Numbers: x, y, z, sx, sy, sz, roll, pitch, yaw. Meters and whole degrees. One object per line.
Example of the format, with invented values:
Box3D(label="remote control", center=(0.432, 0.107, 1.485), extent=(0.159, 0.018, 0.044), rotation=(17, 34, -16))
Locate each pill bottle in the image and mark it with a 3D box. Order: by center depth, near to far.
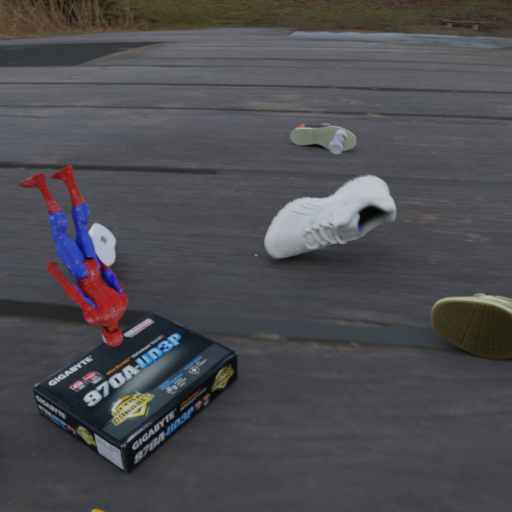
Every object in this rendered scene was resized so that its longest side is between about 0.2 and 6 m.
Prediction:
Box3D(label="pill bottle", center=(1.910, -2.645, 12.980), extent=(0.328, 0.328, 0.576), rotation=(9, 48, 17))

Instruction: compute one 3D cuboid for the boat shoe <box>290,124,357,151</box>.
Box3D(label="boat shoe", center=(2.169, -3.762, 17.584), extent=(2.182, 0.777, 0.683), rotation=(10, 27, 27))

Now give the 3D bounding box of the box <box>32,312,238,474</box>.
Box3D(label="box", center=(-1.546, 1.703, 7.550), extent=(1.719, 0.497, 2.162), rotation=(19, 34, 32))

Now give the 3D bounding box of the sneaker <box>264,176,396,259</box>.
Box3D(label="sneaker", center=(1.391, -0.647, 10.671), extent=(2.667, 0.994, 1.162), rotation=(-27, 29, 6))

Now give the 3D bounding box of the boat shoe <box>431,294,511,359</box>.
Box3D(label="boat shoe", center=(3.865, 1.051, 8.486), extent=(2.383, 0.869, 0.750), rotation=(7, 19, 12))

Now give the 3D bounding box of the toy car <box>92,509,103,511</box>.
Box3D(label="toy car", center=(-3.083, 2.271, 5.301), extent=(3.926, 1.926, 1.306), rotation=(15, 66, 38))

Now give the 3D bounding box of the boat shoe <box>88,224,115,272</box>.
Box3D(label="boat shoe", center=(-3.032, -0.019, 10.175), extent=(0.705, 0.666, 1.966), rotation=(39, 8, -20))

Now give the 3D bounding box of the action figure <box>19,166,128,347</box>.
Box3D(label="action figure", center=(-2.330, 0.086, 7.491), extent=(0.635, 2.457, 0.804), rotation=(-18, 7, 32))
